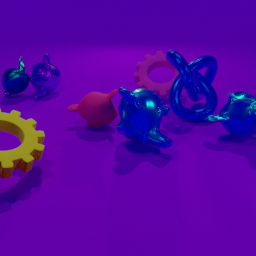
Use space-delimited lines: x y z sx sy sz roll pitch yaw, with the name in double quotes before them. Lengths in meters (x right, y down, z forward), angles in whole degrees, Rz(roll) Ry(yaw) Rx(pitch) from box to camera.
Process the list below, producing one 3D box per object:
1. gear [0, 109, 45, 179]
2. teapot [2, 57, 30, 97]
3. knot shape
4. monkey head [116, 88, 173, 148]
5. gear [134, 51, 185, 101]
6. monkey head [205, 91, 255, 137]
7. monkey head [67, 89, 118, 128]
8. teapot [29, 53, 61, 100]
"gear" -2.358 0.225 5.168 1.554 0.287 1.554 18 35 -13
"teapot" -3.527 -1.546 8.739 0.665 1.359 0.845 43 19 27
"knot shape" 1.672 -1.341 7.565 0.937 1.898 2.028 -15 38 49
"monkey head" 0.455 -0.234 6.165 1.394 1.167 1.937 23 6 34
"gear" 1.056 -1.677 8.881 1.707 0.316 1.707 -3 63 7
"monkey head" 2.664 -0.203 6.254 1.681 1.013 1.209 16 21 -8
"monkey head" -0.754 -0.578 7.071 1.448 0.872 1.041 -17 35 22
"teapot" -2.695 -1.597 8.916 1.008 1.621 0.794 5 -12 10
